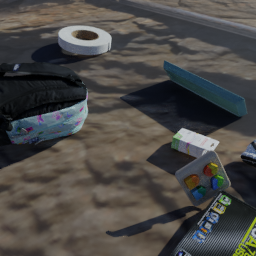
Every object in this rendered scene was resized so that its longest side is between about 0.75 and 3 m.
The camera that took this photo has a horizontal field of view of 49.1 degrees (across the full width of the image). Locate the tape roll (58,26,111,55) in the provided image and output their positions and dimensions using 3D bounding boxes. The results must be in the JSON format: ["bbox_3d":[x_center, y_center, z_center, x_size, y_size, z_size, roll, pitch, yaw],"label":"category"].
[{"bbox_3d":[-1.657,-3.425,10.844,2.052,0.375,2.052,6,38,-5],"label":"tape roll"}]

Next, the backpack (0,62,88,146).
[{"bbox_3d":[-2.138,-0.567,6.746,2.336,1.479,1.949,-13,58,-21],"label":"backpack"}]

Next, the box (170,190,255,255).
[{"bbox_3d":[1.822,2.057,4.489,1.702,0.419,1.762,28,50,33],"label":"box"}]

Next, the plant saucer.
[{"bbox_3d":[2.105,-1.139,8.016,2.707,0.946,0.257,38,89,35],"label":"plant saucer"}]

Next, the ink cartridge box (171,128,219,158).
[{"bbox_3d":[1.553,0.385,6.483,0.945,0.318,0.554,22,35,27],"label":"ink cartridge box"}]

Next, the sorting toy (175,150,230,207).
[{"bbox_3d":[1.426,0.976,5.228,0.856,0.925,0.169,-32,25,1],"label":"sorting toy"}]

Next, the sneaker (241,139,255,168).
[{"bbox_3d":[3.190,0.681,5.911,1.442,0.532,0.577,26,68,28],"label":"sneaker"}]
